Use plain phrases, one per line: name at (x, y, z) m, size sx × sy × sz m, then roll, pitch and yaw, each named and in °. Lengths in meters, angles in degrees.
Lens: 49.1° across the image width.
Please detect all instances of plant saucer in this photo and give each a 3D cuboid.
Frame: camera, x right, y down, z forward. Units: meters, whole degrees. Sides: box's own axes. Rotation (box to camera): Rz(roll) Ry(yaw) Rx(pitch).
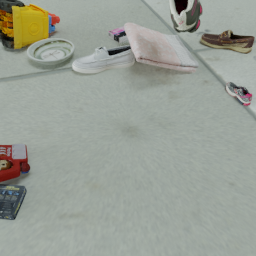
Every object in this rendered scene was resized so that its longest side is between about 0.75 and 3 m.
plant saucer at (-2.944, -2.884, 10.879) m, size 1.808 × 0.454 × 1.808 m, roll 0°, pitch 44°, yaw 0°

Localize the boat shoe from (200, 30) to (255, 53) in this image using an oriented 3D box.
boat shoe at (4.076, -3.694, 11.494) m, size 2.120 × 0.763 × 0.765 m, roll 20°, pitch 48°, yaw 20°

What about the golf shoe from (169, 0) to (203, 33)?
golf shoe at (1.518, -3.852, 7.379) m, size 0.979 × 2.537 × 1.118 m, roll -4°, pitch -1°, yaw 24°

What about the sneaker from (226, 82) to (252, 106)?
sneaker at (3.669, -1.206, 9.168) m, size 0.447 × 0.414 × 1.109 m, roll -17°, pitch 46°, yaw -17°

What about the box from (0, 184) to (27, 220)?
box at (-2.899, 1.643, 6.325) m, size 0.972 × 0.248 × 0.767 m, roll 3°, pitch 45°, yaw 4°

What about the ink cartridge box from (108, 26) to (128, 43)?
ink cartridge box at (0.013, -4.255, 12.444) m, size 1.676 × 0.311 × 0.794 m, roll -28°, pitch 50°, yaw -29°

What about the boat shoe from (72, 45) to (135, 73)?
boat shoe at (-0.862, -2.592, 10.276) m, size 2.378 × 0.815 × 0.856 m, roll -7°, pitch 43°, yaw -11°

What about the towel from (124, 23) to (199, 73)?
towel at (1.198, -3.091, 10.614) m, size 2.465 × 0.416 × 2.581 m, roll 7°, pitch 41°, yaw -20°

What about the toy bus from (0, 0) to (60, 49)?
toy bus at (-4.346, -4.599, 11.908) m, size 2.521 × 1.782 × 2.626 m, roll -21°, pitch 43°, yaw -38°

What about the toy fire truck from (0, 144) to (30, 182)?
toy fire truck at (-3.049, 0.789, 6.661) m, size 1.334 × 0.891 × 1.588 m, roll -1°, pitch 22°, yaw -23°
